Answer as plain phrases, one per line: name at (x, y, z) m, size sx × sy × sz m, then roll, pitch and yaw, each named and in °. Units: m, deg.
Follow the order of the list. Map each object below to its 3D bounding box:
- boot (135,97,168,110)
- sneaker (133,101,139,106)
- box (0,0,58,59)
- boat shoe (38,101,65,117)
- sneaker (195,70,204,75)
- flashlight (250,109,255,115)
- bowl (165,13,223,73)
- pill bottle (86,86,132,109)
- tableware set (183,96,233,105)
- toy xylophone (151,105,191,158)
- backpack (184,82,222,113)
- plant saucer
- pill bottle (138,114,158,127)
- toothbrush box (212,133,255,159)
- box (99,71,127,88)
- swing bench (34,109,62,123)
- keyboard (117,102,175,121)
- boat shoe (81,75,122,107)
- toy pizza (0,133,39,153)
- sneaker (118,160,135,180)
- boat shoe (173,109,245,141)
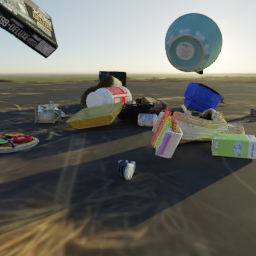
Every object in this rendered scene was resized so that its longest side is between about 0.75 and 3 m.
boot at (1.394, -1.231, 14.915) m, size 1.603 × 0.770 × 2.193 m, roll 6°, pitch 19°, yaw -20°
sneaker at (0.426, -1.260, 15.584) m, size 0.422 × 0.455 × 1.123 m, roll 1°, pitch 13°, yaw -4°
box at (-3.003, -3.121, 7.630) m, size 2.201 × 0.548 × 1.736 m, roll 32°, pitch 29°, yaw -46°
boat shoe at (-3.624, -0.897, 13.158) m, size 1.684 × 0.718 × 0.622 m, roll 9°, pitch 15°, yaw 38°
sneaker at (2.503, -2.244, 9.656) m, size 0.425 × 1.083 × 0.483 m, roll -41°, pitch 60°, yaw -9°
flashlight at (6.404, -0.754, 13.459) m, size 0.960 × 0.326 × 0.325 m, roll 4°, pitch 13°, yaw 21°
bowl at (1.924, -2.492, 8.745) m, size 1.903 × 1.903 × 0.995 m, roll 5°, pitch 34°, yaw 23°
pill bottle at (-0.950, -1.398, 14.136) m, size 1.298 × 1.298 × 2.312 m, roll 8°, pitch 14°, yaw 34°
tableware set at (4.899, -1.588, 17.016) m, size 2.725 × 0.546 × 1.801 m, roll -1°, pitch -1°, yaw -36°
toy xylophone at (1.102, 0.003, 7.543) m, size 0.485 × 1.414 × 1.931 m, roll 22°, pitch 10°, yaw -5°
backpack at (3.826, -1.498, 14.466) m, size 1.650 × 1.385 × 1.341 m, roll 21°, pitch 14°, yaw -13°
plant saucer at (-1.167, -0.451, 10.767) m, size 1.839 × 0.446 × 1.839 m, roll -8°, pitch 18°, yaw 16°
pill bottle at (0.866, -0.305, 10.907) m, size 0.890 × 0.484 × 0.484 m, roll 4°, pitch 12°, yaw 18°
toothbrush box at (2.770, 0.448, 7.356) m, size 1.085 × 0.467 × 0.790 m, roll 2°, pitch 11°, yaw 15°
box at (-1.052, -2.548, 17.608) m, size 1.159 × 2.075 × 2.940 m, roll 2°, pitch 10°, yaw -18°
swing bench at (-3.369, -0.515, 11.824) m, size 0.862 × 0.562 × 0.866 m, roll 1°, pitch 7°, yaw 9°
keyboard at (0.758, -0.685, 11.368) m, size 2.579 × 0.511 × 1.342 m, roll 3°, pitch -20°, yaw 16°
boat shoe at (-1.543, -1.912, 15.896) m, size 2.941 × 1.088 × 0.976 m, roll -25°, pitch -26°, yaw 38°
toy pizza at (-3.520, 0.371, 8.181) m, size 1.754 × 0.278 × 1.754 m, roll 0°, pitch 12°, yaw 0°
sneaker at (-0.063, 0.857, 5.774) m, size 0.336 × 0.332 × 0.846 m, roll 7°, pitch 2°, yaw 8°
boat shoe at (2.558, -0.130, 8.749) m, size 2.748 × 0.950 × 1.013 m, roll -1°, pitch 9°, yaw -25°
